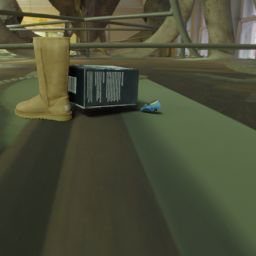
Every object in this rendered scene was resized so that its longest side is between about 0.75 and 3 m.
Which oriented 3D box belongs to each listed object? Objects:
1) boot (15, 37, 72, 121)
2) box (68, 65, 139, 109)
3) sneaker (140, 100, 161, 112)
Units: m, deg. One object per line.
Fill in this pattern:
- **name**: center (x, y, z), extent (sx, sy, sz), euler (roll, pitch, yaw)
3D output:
- **boot**: center (-3.018, -1.747, 9.854), extent (2.440, 2.786, 0.921), euler (5, 19, 16)
- **box**: center (-1.137, -1.681, 10.837), extent (2.258, 1.423, 2.297), euler (-5, 17, -33)
- **sneaker**: center (0.841, -0.740, 10.568), extent (0.332, 0.395, 1.007), euler (-37, 12, -37)
